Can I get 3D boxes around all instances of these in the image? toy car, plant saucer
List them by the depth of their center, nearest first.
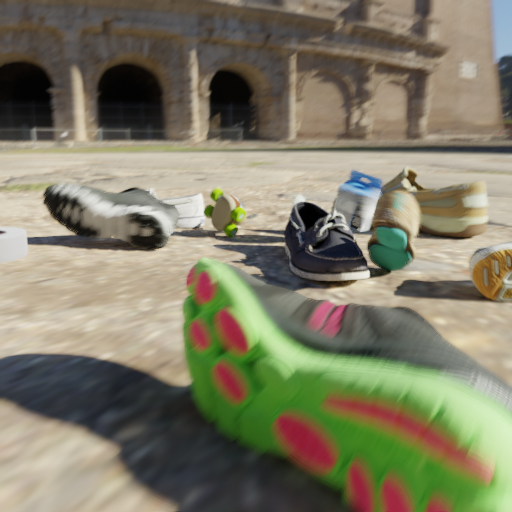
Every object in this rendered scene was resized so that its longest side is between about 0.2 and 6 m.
[{"bbox_3d":[0.798,-0.675,10.302,0.218,0.868,0.868,12,16,15],"label":"plant saucer"},{"bbox_3d":[-0.402,-0.878,11.020,0.788,0.757,0.959,42,32,25],"label":"toy car"}]

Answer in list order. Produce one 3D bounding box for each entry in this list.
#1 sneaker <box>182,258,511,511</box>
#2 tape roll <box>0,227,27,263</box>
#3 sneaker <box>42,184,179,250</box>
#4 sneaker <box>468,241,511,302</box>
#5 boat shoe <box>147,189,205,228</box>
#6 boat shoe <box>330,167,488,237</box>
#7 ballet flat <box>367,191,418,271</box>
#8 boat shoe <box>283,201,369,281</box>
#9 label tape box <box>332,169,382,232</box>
[{"bbox_3d":[0.486,0.787,3.836,1.211,1.109,2.890,-5,23,-44],"label":"sneaker"},{"bbox_3d":[-4.385,-0.175,9.117,1.213,0.401,1.213,1,13,0],"label":"tape roll"},{"bbox_3d":[-2.545,-0.821,10.130,2.578,0.857,1.166,15,29,13],"label":"sneaker"},{"bbox_3d":[3.830,0.083,6.993,2.281,0.863,1.000,3,13,8],"label":"sneaker"},{"bbox_3d":[-2.303,-1.024,11.912,2.415,0.794,0.869,2,13,8],"label":"boat shoe"},{"bbox_3d":[3.057,-1.190,11.517,3.321,1.265,1.190,7,16,35],"label":"boat shoe"},{"bbox_3d":[1.874,-0.322,7.488,0.692,0.641,1.963,19,-12,11],"label":"ballet flat"},{"bbox_3d":[0.958,-0.271,8.473,1.005,0.867,2.766,-2,13,-9],"label":"boat shoe"},{"bbox_3d":[1.911,-1.069,10.723,0.733,1.022,0.338,28,26,38],"label":"label tape box"}]
